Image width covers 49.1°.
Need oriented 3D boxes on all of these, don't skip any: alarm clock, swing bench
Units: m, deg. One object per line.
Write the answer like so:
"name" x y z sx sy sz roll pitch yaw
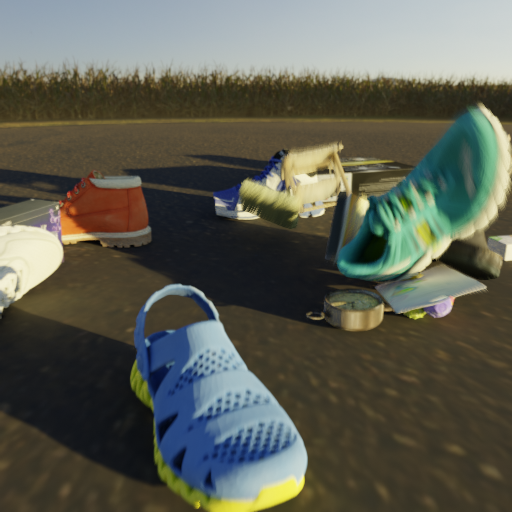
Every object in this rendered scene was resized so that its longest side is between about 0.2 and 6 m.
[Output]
"alarm clock" 1.247 0.780 7.828 1.205 0.401 0.813 -5 19 -21
"swing bench" 1.300 -1.660 12.385 1.301 1.308 0.849 -13 0 -14

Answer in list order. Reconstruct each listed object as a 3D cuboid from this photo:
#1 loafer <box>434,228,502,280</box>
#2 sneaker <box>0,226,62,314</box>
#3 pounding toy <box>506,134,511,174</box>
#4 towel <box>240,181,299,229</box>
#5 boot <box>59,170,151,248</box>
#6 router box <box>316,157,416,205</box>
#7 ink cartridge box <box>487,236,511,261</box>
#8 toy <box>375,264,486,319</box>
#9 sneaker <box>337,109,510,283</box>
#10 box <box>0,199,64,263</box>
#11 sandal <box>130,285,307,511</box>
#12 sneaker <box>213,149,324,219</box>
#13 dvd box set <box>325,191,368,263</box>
"loafer" 3.409 -0.315 9.500 0.986 0.979 2.708 27 9 -11
"sneaker" -3.860 0.520 7.694 1.353 1.254 3.338 21 28 22
"pounding toy" 7.319 -2.612 17.820 1.883 1.889 3.293 -36 20 -15
"towel" 0.271 -1.026 11.404 1.290 0.317 1.738 21 -9 6
"boot" -3.668 -1.033 11.705 2.896 1.553 1.086 0 19 4
"router box" 2.703 -2.294 16.652 3.406 0.890 2.678 -6 19 -19
"ink cartridge box" 5.125 -0.178 10.923 1.015 0.342 0.595 -4 18 -13
"toy" 2.468 0.598 8.117 1.165 0.478 2.024 -18 8 6
"sneaker" 2.209 -0.597 7.691 1.256 3.154 1.222 -2 52 -28
"box" -4.152 -0.231 9.701 0.664 1.188 1.683 5 19 18
"sandal" -0.530 1.168 5.246 1.153 1.263 2.902 -8 21 -29
"sneaker" 0.312 -1.827 13.985 2.831 1.635 1.144 -3 17 -9
"dvd box set" 1.735 -0.338 9.272 0.224 1.113 1.521 7 -6 41
